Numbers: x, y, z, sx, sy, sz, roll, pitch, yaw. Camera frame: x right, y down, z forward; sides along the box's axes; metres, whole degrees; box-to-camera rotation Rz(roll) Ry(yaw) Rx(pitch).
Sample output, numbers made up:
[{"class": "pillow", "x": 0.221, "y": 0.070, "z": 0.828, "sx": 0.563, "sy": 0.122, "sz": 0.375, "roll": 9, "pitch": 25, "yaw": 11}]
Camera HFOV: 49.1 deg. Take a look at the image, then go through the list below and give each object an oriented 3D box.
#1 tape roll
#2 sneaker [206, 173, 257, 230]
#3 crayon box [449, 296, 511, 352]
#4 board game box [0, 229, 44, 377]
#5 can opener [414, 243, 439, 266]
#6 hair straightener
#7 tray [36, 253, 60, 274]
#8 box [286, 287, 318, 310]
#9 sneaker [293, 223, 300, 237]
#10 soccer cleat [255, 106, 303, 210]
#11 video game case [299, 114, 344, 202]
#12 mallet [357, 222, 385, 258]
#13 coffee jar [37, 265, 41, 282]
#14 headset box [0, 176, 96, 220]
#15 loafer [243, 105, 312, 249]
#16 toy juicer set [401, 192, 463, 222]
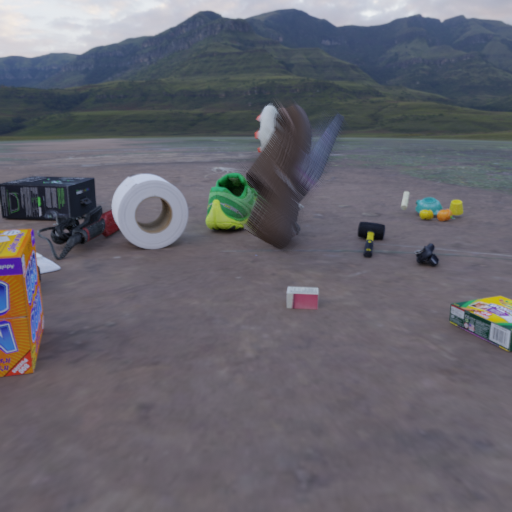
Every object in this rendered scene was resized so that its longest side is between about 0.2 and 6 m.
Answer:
[{"class": "tape roll", "x": -2.376, "y": -1.001, "z": 12.463, "sx": 1.546, "sy": 1.546, "sz": 1.061, "roll": -6, "pitch": 18, "yaw": -20}, {"class": "sneaker", "x": -0.344, "y": -1.534, "z": 14.734, "sx": 1.187, "sy": 1.339, "sz": 3.205, "roll": 4, "pitch": 15, "yaw": 17}, {"class": "crayon box", "x": 3.467, "y": 0.911, "z": 7.821, "sx": 0.967, "sy": 0.327, "sz": 1.120, "roll": -7, "pitch": 17, "yaw": -23}, {"class": "board game box", "x": -3.524, "y": 0.560, "z": 6.935, "sx": 1.468, "sy": 1.468, "sz": 1.469, "roll": -4, "pitch": 16, "yaw": -15}, {"class": "can opener", "x": 3.447, "y": -0.032, "z": 11.370, "sx": 0.367, "sy": 0.455, "sz": 1.157, "roll": -36, "pitch": -1, "yaw": 21}, {"class": "hair straightener", "x": -4.081, "y": -0.558, "z": 12.879, "sx": 1.275, "sy": 0.678, "sz": 3.313, "roll": 1, "pitch": 20, "yaw": 5}, {"class": "tray", "x": -5.097, "y": 0.010, "z": 11.165, "sx": 1.408, "sy": 0.291, "sz": 2.623, "roll": -12, "pitch": 20, "yaw": -41}, {"class": "box", "x": 0.732, "y": 0.665, "z": 8.824, "sx": 0.493, "sy": 0.269, "sz": 0.315, "roll": 2, "pitch": 16, "yaw": 6}, {"class": "sneaker", "x": 0.621, "y": -0.668, "z": 12.486, "sx": 0.703, "sy": 0.662, "sz": 1.717, "roll": -3, "pitch": 6, "yaw": 7}, {"class": "soccer cleat", "x": 0.595, "y": -2.257, "z": 13.278, "sx": 1.044, "sy": 2.692, "sz": 0.933, "roll": -5, "pitch": -8, "yaw": 15}, {"class": "video game case", "x": 1.080, "y": -1.701, "z": 10.565, "sx": 0.173, "sy": 1.299, "sz": 1.819, "roll": 24, "pitch": -18, "yaw": -6}, {"class": "mallet", "x": 2.609, "y": -0.324, "z": 12.386, "sx": 0.630, "sy": 0.393, "sz": 1.912, "roll": 5, "pitch": 21, "yaw": 5}, {"class": "coffee jar", "x": -4.333, "y": 0.348, "z": 9.444, "sx": 1.272, "sy": 0.543, "sz": 0.663, "roll": 4, "pitch": 17, "yaw": 12}, {"class": "headset box", "x": -5.744, "y": -1.656, "z": 15.821, "sx": 2.131, "sy": 0.989, "sz": 1.856, "roll": 2, "pitch": 15, "yaw": 6}, {"class": "loafer", "x": 0.344, "y": -1.553, "z": 10.279, "sx": 0.976, "sy": 2.751, "sz": 1.005, "roll": 11, "pitch": -14, "yaw": -14}, {"class": "toy juicer set", "x": 4.718, "y": -1.265, "z": 15.586, "sx": 1.793, "sy": 0.488, "sz": 1.141, "roll": 17, "pitch": 39, "yaw": 35}]
